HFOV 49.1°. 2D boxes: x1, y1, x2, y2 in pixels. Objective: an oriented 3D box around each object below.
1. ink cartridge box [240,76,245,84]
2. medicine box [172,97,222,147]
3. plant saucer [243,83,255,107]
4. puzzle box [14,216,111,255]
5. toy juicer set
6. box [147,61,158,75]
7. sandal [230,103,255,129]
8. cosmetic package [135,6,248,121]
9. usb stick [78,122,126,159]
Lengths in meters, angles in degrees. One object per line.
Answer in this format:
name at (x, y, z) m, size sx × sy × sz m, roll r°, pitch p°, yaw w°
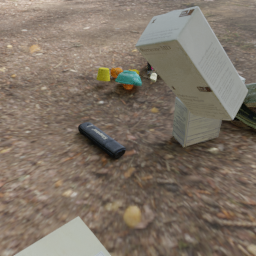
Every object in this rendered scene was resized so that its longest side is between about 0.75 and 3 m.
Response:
ink cartridge box at (3.378, -1.780, 10.552) m, size 1.153 × 0.664 × 1.581 m, roll -13°, pitch 37°, yaw -17°
medicine box at (1.944, -0.273, 7.825) m, size 1.194 × 1.311 × 0.675 m, roll -14°, pitch 37°, yaw -19°
plant saucer at (4.216, -1.017, 9.035) m, size 2.116 × 0.531 × 2.116 m, roll -2°, pitch -5°, yaw 0°
puzzle box at (-0.805, 2.819, 4.227) m, size 1.879 × 0.359 × 2.825 m, roll -24°, pitch 42°, yaw -31°
toy juicer set at (0.167, -1.863, 10.817) m, size 2.497 × 0.679 × 1.588 m, roll 14°, pitch 19°, yaw 24°
box at (1.686, -2.902, 11.875) m, size 1.723 × 0.989 × 1.139 m, roll 2°, pitch 35°, yaw 3°
sandal at (3.501, -0.276, 8.552) m, size 2.077 × 0.593 × 0.825 m, roll 37°, pitch 44°, yaw 21°
cosmetic package at (0.994, -0.875, 4.204) m, size 0.879 × 1.729 × 0.640 m, roll 13°, pitch 68°, yaw 54°
usb stick at (-0.767, 0.309, 7.891) m, size 0.494 × 0.291 × 1.782 m, roll -27°, pitch 43°, yaw -32°
